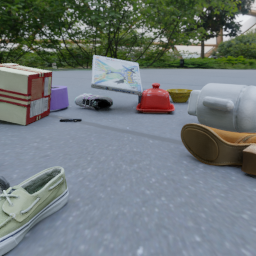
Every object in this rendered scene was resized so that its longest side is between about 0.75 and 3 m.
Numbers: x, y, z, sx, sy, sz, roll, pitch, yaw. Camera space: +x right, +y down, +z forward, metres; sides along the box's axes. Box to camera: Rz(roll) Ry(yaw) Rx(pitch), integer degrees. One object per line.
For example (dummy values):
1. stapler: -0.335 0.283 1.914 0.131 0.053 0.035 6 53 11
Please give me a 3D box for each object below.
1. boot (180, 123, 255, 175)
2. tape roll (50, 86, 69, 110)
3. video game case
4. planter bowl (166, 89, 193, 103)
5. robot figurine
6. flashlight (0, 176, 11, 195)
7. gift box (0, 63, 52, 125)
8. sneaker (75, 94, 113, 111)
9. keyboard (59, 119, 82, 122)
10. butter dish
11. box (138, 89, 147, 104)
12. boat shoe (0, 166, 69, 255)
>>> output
1. boot: 2.772 0.320 7.184 2.426 0.930 1.883 16 22 41
2. tape roll: -4.052 -1.467 13.605 2.260 0.960 2.260 -2 14 0
3. video game case: -0.539 -2.533 13.224 2.316 0.280 2.540 8 42 -11
4. planter bowl: 2.881 -1.774 15.535 1.562 0.651 1.562 1 15 0
5. robot figurine: 3.511 -0.691 9.644 2.841 1.604 2.409 13 7 41
6. flashlight: -2.950 0.964 5.391 0.747 0.744 2.198 -30 25 -32
7. gift box: -4.536 -1.401 11.419 2.290 2.263 2.452 11 12 8
8. sneaker: -1.649 -1.203 13.253 1.883 0.732 1.317 -1 14 -2
9. keyboard: -2.283 -0.296 11.143 0.863 0.089 0.548 -2 9 -4
10. butter dish: 1.289 -1.442 13.053 1.752 1.298 1.756 1 15 7
11. box: 1.055 -1.615 14.743 1.042 0.752 1.404 0 15 1
12. boat shoe: -1.754 1.227 4.338 0.785 0.677 2.182 7 16 23
